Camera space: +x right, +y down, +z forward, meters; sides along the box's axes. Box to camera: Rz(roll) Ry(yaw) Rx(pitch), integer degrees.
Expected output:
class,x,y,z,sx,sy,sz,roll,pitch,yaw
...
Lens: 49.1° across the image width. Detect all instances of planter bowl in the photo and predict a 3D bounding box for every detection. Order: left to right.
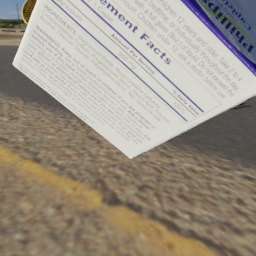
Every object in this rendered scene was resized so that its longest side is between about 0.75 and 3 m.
class,x,y,z,sx,sy,sz,roll,pitch,yaw
planter bowl,-2.256,-3.348,8.598,1.778,0.740,1.778,1,64,-3

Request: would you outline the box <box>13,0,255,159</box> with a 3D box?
class,x,y,z,sx,sy,sz,roll,pitch,yaw
box,0.061,-0.897,3.060,2.101,1.933,1.103,-34,21,51
